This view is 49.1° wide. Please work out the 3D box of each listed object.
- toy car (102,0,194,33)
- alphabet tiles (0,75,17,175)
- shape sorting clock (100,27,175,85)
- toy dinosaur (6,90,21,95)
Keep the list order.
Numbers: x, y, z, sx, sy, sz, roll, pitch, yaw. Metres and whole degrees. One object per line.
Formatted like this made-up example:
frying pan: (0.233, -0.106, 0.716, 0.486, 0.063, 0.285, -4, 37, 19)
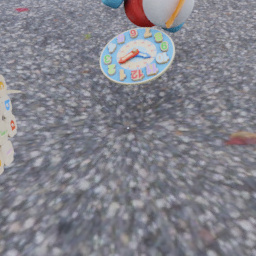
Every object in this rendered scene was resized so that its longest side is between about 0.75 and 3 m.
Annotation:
toy car: (1.068, -3.759, 7.551, 2.616, 2.511, 2.839, 13, 26, -27)
alphabet tiles: (-1.962, -0.171, 3.888, 0.120, 1.646, 1.610, -9, 18, 0)
shape sorting clock: (0.210, -1.897, 7.188, 1.961, 0.385, 1.961, -6, 62, 11)
toy dinosaur: (-2.954, -0.483, 4.168, 1.359, 0.783, 2.689, 38, 17, 3)
